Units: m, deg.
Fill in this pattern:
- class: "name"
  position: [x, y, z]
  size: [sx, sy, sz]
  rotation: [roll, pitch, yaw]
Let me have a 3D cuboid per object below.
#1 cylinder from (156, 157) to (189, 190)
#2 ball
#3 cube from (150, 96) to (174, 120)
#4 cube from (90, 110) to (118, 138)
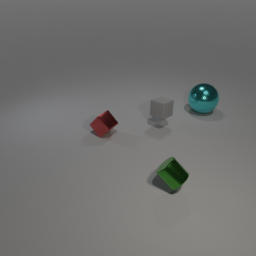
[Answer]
- class: "cylinder"
  position: [1.302, 1.322, 8.217]
  size: [0.700, 0.700, 0.700]
  rotation: [47, 36, -4]
- class: "ball"
  position: [3.494, -1.372, 12.978]
  size: [1.400, 1.400, 1.400]
  rotation: [0, 29, 0]
- class: "cube"
  position: [1.400, -0.840, 11.633]
  size: [0.700, 0.700, 0.700]
  rotation: [21, 30, 38]
- class: "cube"
  position: [-0.959, -0.163, 11.233]
  size: [0.700, 0.700, 0.700]
  rotation: [51, 42, 1]
